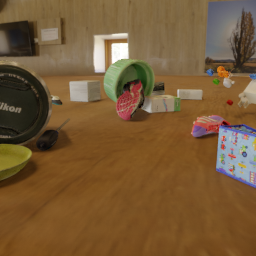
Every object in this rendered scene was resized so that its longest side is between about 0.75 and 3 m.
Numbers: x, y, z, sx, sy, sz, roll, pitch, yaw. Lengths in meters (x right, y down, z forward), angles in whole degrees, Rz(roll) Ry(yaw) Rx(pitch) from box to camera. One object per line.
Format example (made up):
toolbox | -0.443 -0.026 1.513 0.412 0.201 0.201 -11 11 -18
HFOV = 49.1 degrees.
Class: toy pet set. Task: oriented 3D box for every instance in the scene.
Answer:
toy pet set | 4.236 -1.671 10.076 2.030 1.078 1.895 43 -10 -36

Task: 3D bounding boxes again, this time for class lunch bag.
lunch bag | 1.974 0.461 4.534 0.527 0.843 1.119 -4 13 -15

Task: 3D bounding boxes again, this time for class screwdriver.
screwdriver | -1.845 0.103 7.386 0.374 0.391 2.684 1 10 1

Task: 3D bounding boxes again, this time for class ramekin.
ramekin | 0.008 -1.851 11.469 2.063 2.063 1.007 -10 29 -38

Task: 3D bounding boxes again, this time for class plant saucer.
plant saucer | -2.638 0.652 4.995 1.772 0.275 1.772 0 12 0

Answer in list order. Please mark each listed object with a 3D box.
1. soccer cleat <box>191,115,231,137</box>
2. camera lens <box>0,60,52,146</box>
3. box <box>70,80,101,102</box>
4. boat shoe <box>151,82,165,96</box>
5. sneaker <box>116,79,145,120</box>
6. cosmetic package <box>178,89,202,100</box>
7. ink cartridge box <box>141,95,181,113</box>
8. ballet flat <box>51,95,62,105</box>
soccer cleat | 2.258 -0.048 7.625 0.589 0.514 1.541 22 23 35
camera lens | -3.011 -0.688 7.010 1.951 1.951 2.439 -5 14 -21
box | -2.204 -1.938 14.556 1.181 1.012 1.175 5 14 28
boat shoe | 1.049 -2.308 16.292 2.695 0.956 0.971 -11 17 -39
sneaker | 0.228 -0.975 10.227 0.908 0.841 2.252 -13 31 23
cosmetic package | 3.347 -1.819 15.159 1.271 0.516 0.717 0 11 6
ink cartridge box | 1.330 -1.001 11.468 1.340 0.586 0.974 -6 15 -20
ballet flat | -3.548 -1.354 13.414 0.431 0.431 1.181 -12 18 -42
